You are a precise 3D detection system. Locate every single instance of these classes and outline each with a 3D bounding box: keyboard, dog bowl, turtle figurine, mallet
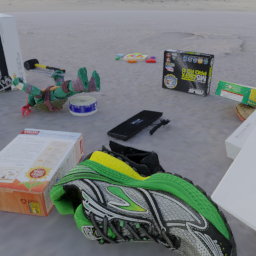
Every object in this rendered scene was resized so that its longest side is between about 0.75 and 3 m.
[{"bbox_3d":[0.403,-0.070,7.377,1.144,0.185,1.800,11,29,34],"label":"keyboard"},{"bbox_3d":[-1.341,-0.674,8.395,0.824,0.325,0.824,0,27,0],"label":"dog bowl"},{"bbox_3d":[-2.227,-1.139,8.220,2.617,1.317,1.959,-8,19,17],"label":"turtle figurine"},{"bbox_3d":[-3.697,-2.650,12.293,2.035,0.419,0.670,19,32,26],"label":"mallet"}]

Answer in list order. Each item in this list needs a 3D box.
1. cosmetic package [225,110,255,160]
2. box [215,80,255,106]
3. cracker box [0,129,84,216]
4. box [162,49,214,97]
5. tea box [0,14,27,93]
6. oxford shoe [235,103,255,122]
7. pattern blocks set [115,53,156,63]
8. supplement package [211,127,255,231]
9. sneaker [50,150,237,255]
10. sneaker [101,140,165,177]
[{"bbox_3d":[3.455,0.057,5.750,2.323,0.600,1.752,-40,43,-18],"label":"cosmetic package"},{"bbox_3d":[3.729,-0.932,8.199,2.095,0.507,1.229,2,18,-30],"label":"box"},{"bbox_3d":[-1.785,0.725,5.363,1.325,0.571,1.978,5,28,9],"label":"cracker box"},{"bbox_3d":[2.037,-1.935,9.727,1.710,1.370,0.379,18,31,30],"label":"box"},{"bbox_3d":[-5.095,-2.521,9.636,2.432,2.472,1.652,-19,32,-32],"label":"tea box"},{"bbox_3d":[3.581,-0.354,7.309,0.688,0.730,1.953,-10,29,-18],"label":"oxford shoe"},{"bbox_3d":[0.387,-3.614,14.356,2.052,0.166,1.804,1,27,2],"label":"pattern blocks set"},{"bbox_3d":[2.370,0.885,3.056,1.899,1.460,1.986,30,-4,44],"label":"supplement package"},{"bbox_3d":[0.059,1.283,3.947,2.914,1.137,1.241,12,36,40],"label":"sneaker"},{"bbox_3d":[0.406,0.829,4.743,1.816,0.947,0.545,13,30,25],"label":"sneaker"}]
